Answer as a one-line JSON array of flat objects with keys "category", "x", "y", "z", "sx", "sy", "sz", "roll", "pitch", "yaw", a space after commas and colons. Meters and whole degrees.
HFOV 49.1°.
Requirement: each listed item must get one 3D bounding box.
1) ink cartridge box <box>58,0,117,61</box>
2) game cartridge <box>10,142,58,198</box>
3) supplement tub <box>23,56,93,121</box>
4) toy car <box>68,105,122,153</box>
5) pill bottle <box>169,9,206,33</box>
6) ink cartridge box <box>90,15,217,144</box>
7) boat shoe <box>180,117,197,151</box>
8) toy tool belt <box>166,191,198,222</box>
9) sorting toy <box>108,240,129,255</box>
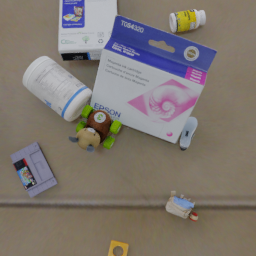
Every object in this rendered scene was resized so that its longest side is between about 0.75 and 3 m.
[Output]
[{"category": "ink cartridge box", "x": -1.013, "y": -3.215, "z": 7.335, "sx": 1.487, "sy": 0.586, "sz": 2.990, "roll": -2, "pitch": 75, "yaw": 0}, {"category": "game cartridge", "x": -2.445, "y": 1.082, "z": 7.260, "sx": 0.803, "sy": 0.238, "sz": 1.238, "roll": -28, "pitch": 85, "yaw": -7}, {"category": "supplement tub", "x": -1.743, "y": -0.973, "z": 7.059, "sx": 1.512, "sy": 0.998, "sz": 0.998, "roll": 38, "pitch": 86, "yaw": 4}, {"category": "toy car", "x": -0.879, "y": 0.143, "z": 6.594, "sx": 0.991, "sy": 1.207, "sz": 0.952, "roll": 28, "pitch": 117, "yaw": 7}, {"category": "pill bottle", "x": 1.590, "y": -2.881, "z": 7.496, "sx": 0.883, "sy": 0.496, "sz": 0.496, "roll": -11, "pitch": 85, "yaw": -2}, {"category": "ink cartridge box", "x": 0.458, "y": -1.030, "z": 6.608, "sx": 2.410, "sy": 0.532, "sz": 2.455, "roll": 20, "pitch": 127, "yaw": 3}, {"category": "boat shoe", "x": 1.564, "y": 0.155, "z": 7.280, "sx": 0.356, "sy": 0.329, "sz": 0.964, "roll": 12, "pitch": 60, "yaw": 10}, {"category": "toy tool belt", "x": 1.406, "y": 1.946, "z": 7.013, "sx": 0.870, "sy": 0.543, "sz": 0.535, "roll": 21, "pitch": 93, "yaw": 1}, {"category": "sorting toy", "x": -0.429, "y": 4.130, "z": 6.884, "sx": 1.445, "sy": 0.350, "sz": 2.567, "roll": 0, "pitch": 84, "yaw": 0}]
